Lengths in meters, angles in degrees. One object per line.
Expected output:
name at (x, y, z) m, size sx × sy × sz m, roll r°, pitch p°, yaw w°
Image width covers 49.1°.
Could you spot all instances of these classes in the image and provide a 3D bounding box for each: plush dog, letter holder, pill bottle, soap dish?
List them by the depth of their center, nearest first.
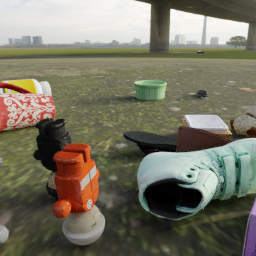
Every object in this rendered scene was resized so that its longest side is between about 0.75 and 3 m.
letter holder at (1.786, 0.474, 5.994) m, size 0.712 × 1.007 × 1.416 m, roll -13°, pitch 21°, yaw -36°
soap dish at (2.196, 0.056, 8.052) m, size 1.127 × 0.582 × 1.432 m, roll 1°, pitch 17°, yaw 3°
plush dog at (3.768, -0.196, 8.451) m, size 1.181 × 1.103 × 1.375 m, roll -30°, pitch 26°, yaw -14°
pill bottle at (-4.414, -1.427, 11.795) m, size 2.122 × 1.193 × 1.193 m, roll -11°, pitch 20°, yaw -31°

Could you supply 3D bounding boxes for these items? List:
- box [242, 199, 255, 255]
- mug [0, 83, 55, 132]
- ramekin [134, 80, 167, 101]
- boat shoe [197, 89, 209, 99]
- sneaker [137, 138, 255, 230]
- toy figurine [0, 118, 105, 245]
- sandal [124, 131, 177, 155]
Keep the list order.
box at (2.557, 1.322, 3.466) m, size 1.838 × 0.888 × 1.617 m, roll 10°, pitch 20°, yaw 31°
mug at (-3.468, -0.759, 9.068) m, size 1.874 × 1.663 × 1.250 m, roll -9°, pitch 0°, yaw -40°
ramekin at (1.102, -1.867, 13.879) m, size 1.592 × 0.777 × 1.592 m, roll 0°, pitch 17°, yaw 0°
boat shoe at (3.856, -1.814, 14.367) m, size 0.457 × 0.389 × 1.366 m, roll 0°, pitch 17°, yaw 0°
sneaker at (1.525, 0.907, 4.498) m, size 2.828 × 1.041 × 1.668 m, roll -7°, pitch 11°, yaw 9°
toy figurine at (-1.528, 0.908, 4.113) m, size 2.087 × 1.475 × 2.120 m, roll -15°, pitch 23°, yaw -24°
sandal at (0.834, 0.487, 7.055) m, size 1.980 × 0.474 × 0.744 m, roll 12°, pitch 16°, yaw -4°
